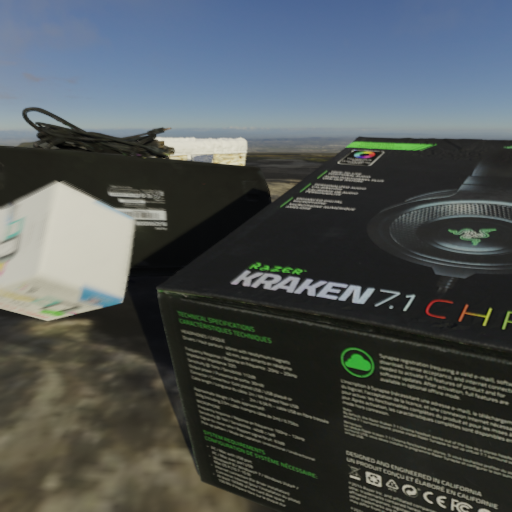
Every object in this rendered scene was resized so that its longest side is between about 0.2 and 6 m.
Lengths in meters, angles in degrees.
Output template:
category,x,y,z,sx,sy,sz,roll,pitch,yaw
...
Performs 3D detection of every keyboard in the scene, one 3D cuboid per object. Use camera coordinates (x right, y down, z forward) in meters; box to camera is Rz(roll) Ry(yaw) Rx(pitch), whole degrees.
category,x,y,z,sx,sy,sz,roll,pitch,yaw
keyboard,-1.676,-0.703,7.404,4.067,2.117,0.806,1,-14,-29

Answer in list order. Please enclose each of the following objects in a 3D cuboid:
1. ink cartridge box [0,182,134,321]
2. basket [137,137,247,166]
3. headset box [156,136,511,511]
category,x,y,z,sx,sy,sz,roll,pitch,yaw
ink cartridge box,-1.990,0.020,5.462,1.249,0.912,0.916,-15,-28,36
basket,-1.674,-1.552,11.688,2.270,1.842,2.291,-9,15,-35
headset box,1.370,0.264,3.416,2.541,1.354,2.918,8,29,31
